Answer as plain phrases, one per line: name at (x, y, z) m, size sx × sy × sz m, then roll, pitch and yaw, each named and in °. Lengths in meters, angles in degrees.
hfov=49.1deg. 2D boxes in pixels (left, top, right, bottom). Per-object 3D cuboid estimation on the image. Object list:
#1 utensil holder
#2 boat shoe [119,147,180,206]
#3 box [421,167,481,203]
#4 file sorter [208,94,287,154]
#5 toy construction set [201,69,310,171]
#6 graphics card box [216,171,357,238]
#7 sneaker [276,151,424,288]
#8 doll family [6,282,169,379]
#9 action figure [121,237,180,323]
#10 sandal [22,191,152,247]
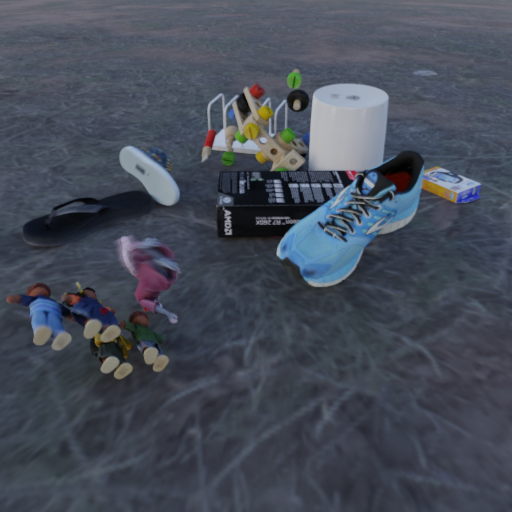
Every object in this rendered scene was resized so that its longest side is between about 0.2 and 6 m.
utensil holder at (2.000, -2.533, 12.231) m, size 1.699 × 2.000 × 1.699 m, roll 0°, pitch 34°, yaw 0°
boat shoe at (-2.041, -1.789, 11.989) m, size 0.857 × 0.668 × 1.888 m, roll -18°, pitch 51°, yaw -46°
box at (4.250, -1.562, 12.365) m, size 0.821 × 0.286 × 1.380 m, roll -21°, pitch 35°, yaw -30°
file sorter at (-0.191, -3.437, 14.553) m, size 1.890 × 1.177 × 1.312 m, roll 9°, pitch 33°, yaw 13°
toy construction set at (0.013, -2.441, 12.564) m, size 2.661 × 2.219 × 2.045 m, roll -12°, pitch 40°, yaw 20°
graphics card box at (0.680, -1.064, 11.070) m, size 2.926 × 0.744 × 1.836 m, roll 0°, pitch 30°, yaw -3°
sneaker at (1.581, -0.786, 9.116) m, size 1.269 × 1.456 × 3.238 m, roll 40°, pitch 60°, yaw 21°
doll family at (-2.140, 0.887, 7.310) m, size 0.839 × 2.138 × 1.236 m, roll -44°, pitch 39°, yaw 4°
action figure at (-1.565, 0.437, 8.170) m, size 0.979 × 1.315 × 0.881 m, roll 7°, pitch 48°, yaw -19°
sandal at (-3.330, -0.898, 10.996) m, size 2.669 × 0.572 × 1.015 m, roll -26°, pitch 40°, yaw -36°
